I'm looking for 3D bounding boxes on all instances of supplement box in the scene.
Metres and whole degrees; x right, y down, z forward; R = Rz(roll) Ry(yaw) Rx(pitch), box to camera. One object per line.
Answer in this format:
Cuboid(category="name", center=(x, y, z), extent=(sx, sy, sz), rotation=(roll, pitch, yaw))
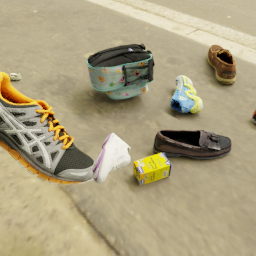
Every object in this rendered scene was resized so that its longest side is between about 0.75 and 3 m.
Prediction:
Cuboid(category="supplement box", center=(0.688, 1.166, 8.010), extent=(0.965, 0.528, 0.525), rotation=(-16, 44, -16))

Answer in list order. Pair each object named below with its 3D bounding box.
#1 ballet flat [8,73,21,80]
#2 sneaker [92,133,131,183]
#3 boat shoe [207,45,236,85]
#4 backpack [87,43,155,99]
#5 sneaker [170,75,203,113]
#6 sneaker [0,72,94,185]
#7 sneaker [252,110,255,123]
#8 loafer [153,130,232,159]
Cuboid(category="ballet flat", center=(-5.046, -2.178, 11.899), extent=(0.983, 0.306, 0.331), rotation=(-8, 43, -8))
Cuboid(category="sneaker", center=(-0.186, 0.433, 3.853), extent=(0.471, 0.354, 0.945), rotation=(33, 34, -7))
Cuboid(category="boat shoe", center=(4.209, -3.043, 12.373), extent=(1.012, 0.949, 2.811), rotation=(0, 42, 1))
Cuboid(category="backpack", center=(-0.362, -2.155, 10.700), extent=(2.356, 1.806, 2.072), rotation=(-7, 34, -12))
Cuboid(category="sneaker", center=(1.982, -1.288, 10.578), extent=(1.046, 0.754, 1.992), rotation=(-11, 44, -12))
Cuboid(category="sneaker", center=(-1.722, 0.066, 5.329), extent=(2.844, 1.098, 1.113), rotation=(34, 13, -10))
Cuboid(category="sneaker", center=(4.853, -0.313, 9.562), extent=(1.167, 0.654, 0.453), rotation=(28, 49, 28))
Cuboid(category="loafer", center=(2.032, 0.428, 8.641), extent=(2.475, 0.779, 0.890), rotation=(-1, 42, -1))
